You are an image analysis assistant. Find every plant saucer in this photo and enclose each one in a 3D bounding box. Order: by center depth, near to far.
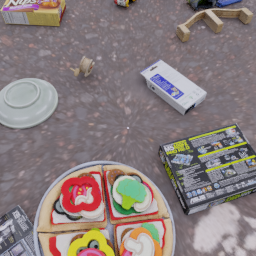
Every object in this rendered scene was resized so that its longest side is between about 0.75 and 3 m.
[{"bbox_3d":[-3.012,-0.864,8.132,1.890,0.474,1.890,0,56,0],"label":"plant saucer"}]

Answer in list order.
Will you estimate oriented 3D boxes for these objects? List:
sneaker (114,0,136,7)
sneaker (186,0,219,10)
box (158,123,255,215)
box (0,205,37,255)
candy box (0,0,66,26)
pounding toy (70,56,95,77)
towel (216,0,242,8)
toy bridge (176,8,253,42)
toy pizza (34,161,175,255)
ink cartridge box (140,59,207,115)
[{"bbox_3d":[0.197,-5.403,11.213,0.704,0.667,1.714,33,71,16],"label":"sneaker"},{"bbox_3d":[3.357,-5.129,10.866,2.093,0.773,0.847,-17,67,10],"label":"sneaker"},{"bbox_3d":[2.082,0.938,6.882,2.192,0.485,1.756,-15,56,-10],"label":"box"},{"bbox_3d":[-2.374,2.689,5.700,1.378,0.435,1.747,-36,63,-22],"label":"box"},{"bbox_3d":[-3.511,-4.469,10.538,2.097,0.592,1.223,4,55,1],"label":"candy box"},{"bbox_3d":[-1.388,-1.930,8.465,0.578,0.576,1.008,25,24,-3],"label":"pounding toy"},{"bbox_3d":[3.798,-5.558,11.531,1.173,0.193,1.620,-21,58,-15],"label":"towel"},{"bbox_3d":[3.104,-3.947,10.288,2.987,0.407,1.004,-19,57,-13],"label":"toy bridge"},{"bbox_3d":[-0.355,1.920,5.591,2.904,0.460,2.904,9,55,-13],"label":"toy pizza"},{"bbox_3d":[1.320,-1.270,8.474,0.952,0.375,1.914,-36,64,-22],"label":"ink cartridge box"}]
